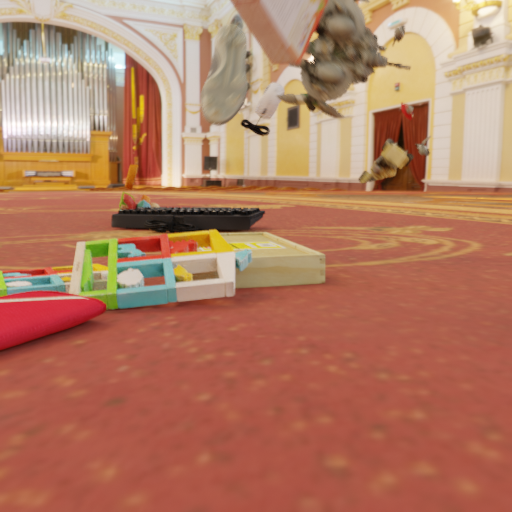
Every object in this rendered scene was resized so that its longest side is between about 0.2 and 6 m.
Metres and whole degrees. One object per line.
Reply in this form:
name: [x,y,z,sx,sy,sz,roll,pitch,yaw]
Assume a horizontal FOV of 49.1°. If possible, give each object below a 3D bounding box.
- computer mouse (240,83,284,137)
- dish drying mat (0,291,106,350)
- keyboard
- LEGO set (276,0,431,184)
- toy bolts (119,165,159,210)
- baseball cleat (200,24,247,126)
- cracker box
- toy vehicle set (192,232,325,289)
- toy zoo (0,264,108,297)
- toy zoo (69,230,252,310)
computer mouse: [0.240,-3.776,14.254,0.770,1.404,0.308,27,4,-6]
dish drying mat: [-2.896,0.732,4.853,1.231,0.292,3.206,6,10,31]
keyboard: [-1.990,-1.080,15.635,4.071,0.522,2.445,1,16,16]
LEGO set: [1.798,-3.246,10.238,2.543,3.916,1.110,-44,-3,18]
toy bolts: [-3.637,-1.828,18.189,1.353,1.863,1.950,13,23,-17]
baseball cleat: [-0.574,-3.320,10.962,0.842,2.414,1.285,12,-25,-3]
cracker box: [0.181,-3.027,6.165,0.443,1.028,1.535,13,-18,35]
toy vehicle set: [-0.364,0.000,9.291,2.015,0.430,3.243,-2,9,-14]
toy zoo: [-2.761,0.365,7.554,2.208,0.226,1.449,-4,9,-27]
toy zoo: [-1.163,0.130,7.156,2.253,0.231,1.478,-6,28,-11]
